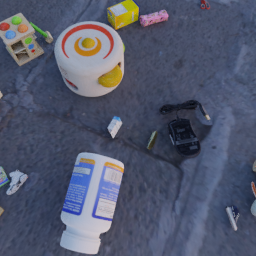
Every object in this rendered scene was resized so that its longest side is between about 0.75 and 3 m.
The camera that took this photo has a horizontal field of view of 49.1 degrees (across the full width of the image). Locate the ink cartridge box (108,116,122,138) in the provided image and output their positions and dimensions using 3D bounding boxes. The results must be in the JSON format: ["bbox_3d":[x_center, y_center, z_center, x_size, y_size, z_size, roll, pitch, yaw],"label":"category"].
[{"bbox_3d":[-0.553,-0.029,11.022,0.255,0.436,0.751,18,64,24],"label":"ink cartridge box"}]

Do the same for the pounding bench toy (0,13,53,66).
[{"bbox_3d":[-4.463,-4.133,12.364,2.070,1.614,1.286,-34,69,-15],"label":"pounding bench toy"}]

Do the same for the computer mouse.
[{"bbox_3d":[2.427,0.042,10.978,1.826,0.598,2.600,-15,56,-7],"label":"computer mouse"}]

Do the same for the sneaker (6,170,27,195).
[{"bbox_3d":[-4.148,1.950,10.162,0.524,0.342,0.911,32,63,15],"label":"sneaker"}]

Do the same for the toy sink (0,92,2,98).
[{"bbox_3d":[-6.162,-1.139,11.308,1.101,0.947,1.690,22,61,10],"label":"toy sink"}]

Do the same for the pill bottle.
[{"bbox_3d":[-1.204,2.375,9.009,1.615,1.615,2.882,12,74,6],"label":"pill bottle"}]

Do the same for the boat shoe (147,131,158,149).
[{"bbox_3d":[0.907,0.468,10.923,0.254,0.276,0.771,13,72,43],"label":"boat shoe"}]

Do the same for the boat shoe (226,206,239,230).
[{"bbox_3d":[3.687,3.062,9.628,0.378,0.305,0.816,-14,64,2],"label":"boat shoe"}]

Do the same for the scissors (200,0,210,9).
[{"bbox_3d":[3.849,-6.583,14.412,0.485,0.092,1.327,-8,63,-1],"label":"scissors"}]

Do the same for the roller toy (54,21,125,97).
[{"bbox_3d":[-1.532,-2.837,11.487,2.710,2.076,2.971,2,64,1],"label":"roller toy"}]

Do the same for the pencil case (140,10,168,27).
[{"bbox_3d":[1.245,-5.303,13.523,1.336,0.553,0.578,-18,64,-9],"label":"pencil case"}]

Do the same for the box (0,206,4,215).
[{"bbox_3d":[-5.202,3.114,9.615,1.243,0.162,1.521,31,74,14],"label":"box"}]

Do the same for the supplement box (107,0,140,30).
[{"bbox_3d":[-0.200,-5.496,13.496,1.397,0.765,0.760,-28,67,-14],"label":"supplement box"}]

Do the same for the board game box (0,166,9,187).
[{"bbox_3d":[-4.953,1.939,10.267,0.984,0.143,0.662,-32,68,-14],"label":"board game box"}]

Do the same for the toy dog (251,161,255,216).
[{"bbox_3d":[4.906,1.994,9.756,1.377,1.005,2.087,3,64,1],"label":"toy dog"}]
